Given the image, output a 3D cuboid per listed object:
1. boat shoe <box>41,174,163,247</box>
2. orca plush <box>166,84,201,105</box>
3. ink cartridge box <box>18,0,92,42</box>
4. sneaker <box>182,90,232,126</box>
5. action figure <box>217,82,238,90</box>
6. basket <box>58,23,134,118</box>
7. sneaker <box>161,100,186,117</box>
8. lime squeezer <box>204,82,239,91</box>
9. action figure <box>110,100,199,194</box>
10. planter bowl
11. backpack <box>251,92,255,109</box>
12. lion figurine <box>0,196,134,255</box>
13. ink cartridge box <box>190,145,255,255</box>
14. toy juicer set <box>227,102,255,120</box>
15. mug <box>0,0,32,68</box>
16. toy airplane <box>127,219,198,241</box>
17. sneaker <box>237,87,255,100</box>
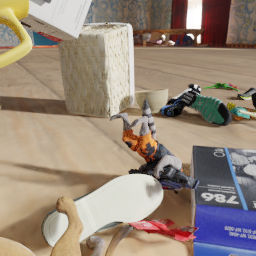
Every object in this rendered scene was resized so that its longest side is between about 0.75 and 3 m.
[{"bbox_3d":[-0.336,1.130,4.028,1.844,0.672,0.570,-16,-6,-30],"label":"boat shoe"},{"bbox_3d":[2.278,-1.124,10.495,1.746,0.919,0.621,-19,57,-47],"label":"orca plush"},{"bbox_3d":[-2.405,-3.008,6.249,2.596,1.082,1.885,19,3,-32],"label":"ink cartridge box"},{"bbox_3d":[2.667,-0.615,8.975,0.874,0.743,1.997,19,17,-39],"label":"sneaker"},{"bbox_3d":[4.864,-2.050,13.607,0.372,0.294,1.136,-9,24,-30],"label":"action figure"},{"bbox_3d":[-1.014,-1.917,9.456,1.983,2.926,1.805,8,27,21],"label":"basket"},{"bbox_3d":[1.668,-0.632,9.430,1.221,0.428,0.476,-25,35,-38],"label":"sneaker"},{"bbox_3d":[4.483,-1.990,13.390,1.597,0.301,0.564,9,21,21],"label":"lime squeezer"},{"bbox_3d":[0.555,0.432,4.600,0.899,1.662,1.718,-46,23,-25],"label":"action figure"},{"bbox_3d":[0.813,-0.892,9.464,1.129,0.760,1.129,-5,10,1],"label":"planter bowl"},{"bbox_3d":[5.199,-0.901,9.108,1.703,1.309,1.389,-22,10,-20],"label":"backpack"},{"bbox_3d":[-1.226,1.426,2.698,2.708,0.981,1.658,4,25,-6],"label":"lion figurine"},{"bbox_3d":[1.717,1.055,4.462,1.387,0.547,2.789,4,21,9],"label":"ink cartridge box"},{"bbox_3d":[3.706,-0.405,8.851,0.980,0.419,1.540,16,14,0],"label":"toy juicer set"},{"bbox_3d":[-2.124,-1.679,3.233,1.523,1.486,1.856,-34,62,-25],"label":"mug"},{"bbox_3d":[0.475,1.354,3.754,1.001,0.184,1.001,4,-11,1],"label":"toy airplane"},{"bbox_3d":[5.008,-1.438,11.540,1.168,0.473,0.432,-7,21,-18],"label":"sneaker"}]
